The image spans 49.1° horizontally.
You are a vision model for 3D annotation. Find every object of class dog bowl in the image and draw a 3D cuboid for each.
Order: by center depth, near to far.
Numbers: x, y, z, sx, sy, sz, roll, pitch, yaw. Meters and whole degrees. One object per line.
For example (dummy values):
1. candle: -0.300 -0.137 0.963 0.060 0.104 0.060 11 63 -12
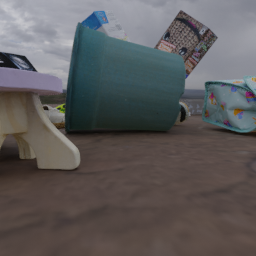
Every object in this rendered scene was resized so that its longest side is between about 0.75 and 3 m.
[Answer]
1. dog bowl: 3.407 -1.275 16.849 2.966 0.870 2.966 1 6 0

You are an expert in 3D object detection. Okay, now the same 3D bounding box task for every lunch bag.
1. lunch bag: 3.662 -0.652 7.713 2.187 1.565 2.567 -3 10 -20

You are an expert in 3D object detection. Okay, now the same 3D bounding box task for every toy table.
1. toy table: -1.638 -0.079 3.748 1.950 1.242 2.121 1 5 19

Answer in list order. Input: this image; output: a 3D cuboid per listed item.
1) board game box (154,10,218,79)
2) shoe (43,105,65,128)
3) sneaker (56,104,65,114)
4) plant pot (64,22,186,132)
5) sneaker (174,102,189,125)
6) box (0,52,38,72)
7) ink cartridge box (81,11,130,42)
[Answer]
1. board game box: 2.093 -3.132 10.604 0.923 1.907 1.520 9 33 -53
2. shoe: -2.694 -0.373 8.712 1.013 0.774 2.898 4 7 35
3. sneaker: -2.364 -0.627 12.256 0.865 0.767 2.070 -24 -10 40
4. plant pot: -0.116 -1.165 7.824 2.890 2.951 2.951 7 5 -7
5. sneaker: 1.120 -0.412 9.861 0.950 0.820 2.167 -18 9 -39
6. box: -2.853 -0.394 4.412 0.515 1.896 2.366 49 26 18
7. ink cartridge box: -0.718 -3.555 12.146 1.149 2.714 1.961 -28 10 28
